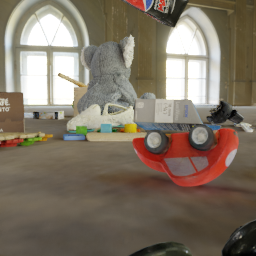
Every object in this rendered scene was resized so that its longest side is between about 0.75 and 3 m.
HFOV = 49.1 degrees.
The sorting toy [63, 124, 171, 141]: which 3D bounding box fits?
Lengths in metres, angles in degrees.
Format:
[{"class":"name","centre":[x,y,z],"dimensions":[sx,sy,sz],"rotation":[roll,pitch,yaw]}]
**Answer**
[{"class":"sorting toy","centre":[-0.192,0.044,6.038],"dimensions":[2.370,0.323,1.334],"rotation":[0,5,0]}]

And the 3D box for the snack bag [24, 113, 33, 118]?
[{"class":"snack bag","centre":[-4.459,-0.665,14.126],"dimensions":[1.842,0.209,1.954],"rotation":[0,6,-6]}]

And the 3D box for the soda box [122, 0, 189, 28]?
[{"class":"soda box","centre":[0.261,-3.542,7.215],"dimensions":[2.490,0.788,0.881],"rotation":[21,19,-19]}]

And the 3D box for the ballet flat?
[{"class":"ballet flat","centre":[-0.706,-0.314,7.748],"dimensions":[2.241,0.804,0.804],"rotation":[-5,7,-38]}]

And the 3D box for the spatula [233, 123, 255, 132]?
[{"class":"spatula","centre":[4.016,-0.073,8.019],"dimensions":[1.731,0.200,2.489],"rotation":[2,6,16]}]

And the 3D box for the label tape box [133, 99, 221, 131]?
[{"class":"label tape box","centre":[1.166,-0.267,6.479],"dimensions":[1.829,0.579,1.319],"rotation":[2,-6,14]}]

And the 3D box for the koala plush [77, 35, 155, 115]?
[{"class":"koala plush","centre":[-0.554,-1.625,9.472],"dimensions":[2.475,2.791,2.565],"rotation":[0,2,33]}]

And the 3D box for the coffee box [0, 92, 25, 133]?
[{"class":"coffee box","centre":[-3.789,-0.376,6.877],"dimensions":[2.497,0.996,1.411],"rotation":[5,7,41]}]

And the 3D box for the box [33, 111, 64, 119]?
[{"class":"box","centre":[-3.512,-0.577,12.430],"dimensions":[1.166,0.351,0.680],"rotation":[1,6,10]}]

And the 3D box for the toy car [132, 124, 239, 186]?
[{"class":"toy car","centre":[1.261,0.145,1.958],"dimensions":[2.292,0.511,2.157],"rotation":[-1,-11,-6]}]

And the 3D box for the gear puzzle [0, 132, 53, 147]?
[{"class":"gear puzzle","centre":[-2.066,0.227,4.819],"dimensions":[1.017,0.257,1.964],"rotation":[0,2,22]}]

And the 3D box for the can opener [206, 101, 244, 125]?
[{"class":"can opener","centre":[3.007,-0.383,9.352],"dimensions":[0.932,0.752,2.372],"rotation":[45,1,0]}]

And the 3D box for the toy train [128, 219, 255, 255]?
[{"class":"toy train","centre":[0.747,0.465,0.840],"dimensions":[2.070,0.474,0.353],"rotation":[1,27,-28]}]

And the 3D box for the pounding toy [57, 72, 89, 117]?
[{"class":"pounding toy","centre":[-1.723,-1.546,13.703],"dimensions":[2.866,2.038,2.639],"rotation":[0,5,-2]}]
